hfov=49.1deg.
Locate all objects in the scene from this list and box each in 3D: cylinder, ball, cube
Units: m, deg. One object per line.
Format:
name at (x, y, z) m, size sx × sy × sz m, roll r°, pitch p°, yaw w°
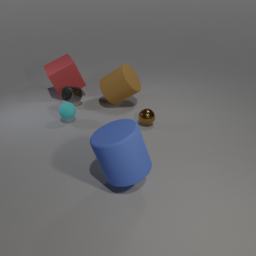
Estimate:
cylinder at (-0.351, -1.993, 12.893) m, size 1.400 × 1.400 × 1.400 m, roll -26°, pitch 19°, yaw 27°
cylinder at (-2.588, -1.564, 12.934) m, size 0.700 × 0.700 × 0.700 m, roll 18°, pitch 12°, yaw 29°
ball at (0.778, -0.452, 11.548) m, size 0.700 × 0.700 × 0.700 m, roll 0°, pitch 29°, yaw 0°
ball at (-2.520, -0.721, 11.638) m, size 0.700 × 0.700 × 0.700 m, roll 0°, pitch 29°, yaw 0°
cylinder at (-0.179, 0.677, 7.875) m, size 1.400 × 1.400 × 1.400 m, roll -17°, pitch 27°, yaw 9°
cube at (-3.152, -2.601, 13.939) m, size 1.400 × 1.400 × 1.400 m, roll -30°, pitch 39°, yaw -6°
